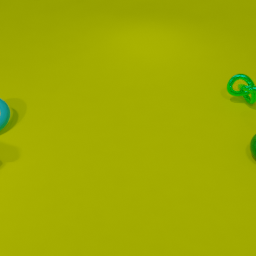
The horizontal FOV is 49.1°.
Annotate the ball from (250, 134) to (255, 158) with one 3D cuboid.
[{"bbox_3d":[3.467,0.454,6.926,0.839,0.839,0.839,0,47,0],"label":"ball"}]

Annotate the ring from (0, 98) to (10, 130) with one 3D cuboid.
[{"bbox_3d":[-3.976,-0.364,7.823,1.288,0.258,1.288,5,59,-8],"label":"ring"}]

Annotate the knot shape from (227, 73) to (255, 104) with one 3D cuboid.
[{"bbox_3d":[3.533,-1.112,8.291,1.123,1.051,0.519,15,74,27],"label":"knot shape"}]
